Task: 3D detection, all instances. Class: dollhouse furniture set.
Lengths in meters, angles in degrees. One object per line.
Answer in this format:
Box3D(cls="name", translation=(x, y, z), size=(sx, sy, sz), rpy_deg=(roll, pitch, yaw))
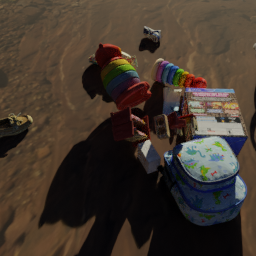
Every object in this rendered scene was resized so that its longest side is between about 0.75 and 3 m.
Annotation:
Box3D(cls="dollhouse furniture set", translation=(0.882, -0.221, 9.501), size=(2.603, 1.401, 1.059), rpy_deg=(-16, 70, 25))

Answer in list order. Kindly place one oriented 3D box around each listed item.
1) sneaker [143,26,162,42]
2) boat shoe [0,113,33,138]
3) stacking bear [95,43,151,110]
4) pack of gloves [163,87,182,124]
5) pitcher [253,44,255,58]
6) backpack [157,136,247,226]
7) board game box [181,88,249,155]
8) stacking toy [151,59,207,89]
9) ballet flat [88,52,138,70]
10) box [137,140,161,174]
Box3D(cls="sneaker", translation=(1.463, -5.301, 15.762), size=(0.698, 0.488, 1.208), rpy_deg=(-32, 62, -30))
Box3D(cls="boat shoe", translation=(-4.688, -0.084, 10.796), size=(1.963, 0.615, 0.720), rpy_deg=(-25, 52, -21))
Box3D(cls="stacking bear", translation=(-0.408, -2.264, 11.554), size=(1.570, 1.676, 2.760), rpy_deg=(-30, 76, 1))
Box3D(cls="pack of gloves", translation=(2.472, -1.001, 11.760), size=(1.977, 0.464, 2.353), rpy_deg=(4, 48, 5))
Box3D(cls="pitcher", translation=(6.952, -3.073, 12.776), size=(2.057, 1.453, 2.397), rpy_deg=(5, 31, -48))
Box3D(cls="backpack", translation=(2.327, 1.546, 8.507), size=(2.204, 1.770, 2.409), rpy_deg=(-12, 49, -10))
Box3D(cls="board game box", translation=(3.112, -0.274, 10.499), size=(1.898, 1.153, 2.381), rpy_deg=(2, 50, 1))
Box3D(cls="stacking toy", translation=(2.326, -2.247, 12.474), size=(2.477, 1.057, 1.057), rpy_deg=(24, 52, 21))
Box3D(cls="ballet flat", translation=(-0.707, -3.415, 13.701), size=(2.552, 0.816, 0.965), rpy_deg=(14, 26, 10))
Box3D(cls="box", translation=(0.718, 1.002, 9.751), size=(0.474, 0.679, 0.891), rpy_deg=(-18, 50, -16))
